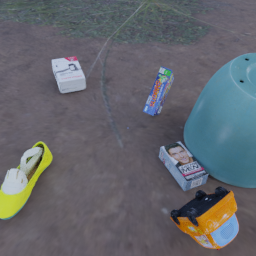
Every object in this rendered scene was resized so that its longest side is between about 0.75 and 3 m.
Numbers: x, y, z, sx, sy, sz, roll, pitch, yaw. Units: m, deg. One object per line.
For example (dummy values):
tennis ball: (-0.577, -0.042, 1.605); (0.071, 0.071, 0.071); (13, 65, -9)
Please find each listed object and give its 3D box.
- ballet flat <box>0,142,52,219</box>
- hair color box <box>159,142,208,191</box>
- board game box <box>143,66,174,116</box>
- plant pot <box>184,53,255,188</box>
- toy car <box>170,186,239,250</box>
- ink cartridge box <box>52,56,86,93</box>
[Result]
ballet flat: (-2.339, 1.029, 6.244); (0.675, 0.677, 2.020); (9, 36, 11)
hair color box: (1.307, 0.887, 6.751); (0.596, 0.365, 1.204); (-14, 42, -20)
board game box: (0.877, -0.948, 7.672); (0.306, 1.204, 1.778); (23, 7, 9)
plant pot: (2.869, -0.346, 6.474); (2.726, 2.187, 2.726); (2, 50, -3)
toy car: (0.818, 2.016, 4.451); (2.914, 1.430, 0.970); (-28, 81, -38)
ink cartridge box: (-2.036, -1.848, 9.632); (0.890, 0.511, 1.226); (-14, 54, -18)
